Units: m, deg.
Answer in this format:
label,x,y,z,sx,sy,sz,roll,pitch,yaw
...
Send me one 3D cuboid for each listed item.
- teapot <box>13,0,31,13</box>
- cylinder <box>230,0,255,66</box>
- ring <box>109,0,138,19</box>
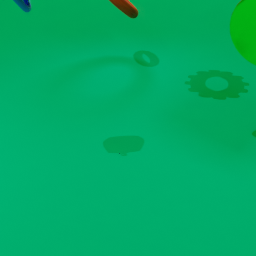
label,x,y,z,sx,sy,sz,roll,pitch,yaw
teapot,-1.908,-2.264,3.894,0.937,1.506,0.738,-25,48,17
cylinder,2.752,-1.956,4.879,1.374,1.374,1.374,-40,50,-21
ring,-0.330,-4.342,9.469,1.687,0.337,1.687,36,22,-17
